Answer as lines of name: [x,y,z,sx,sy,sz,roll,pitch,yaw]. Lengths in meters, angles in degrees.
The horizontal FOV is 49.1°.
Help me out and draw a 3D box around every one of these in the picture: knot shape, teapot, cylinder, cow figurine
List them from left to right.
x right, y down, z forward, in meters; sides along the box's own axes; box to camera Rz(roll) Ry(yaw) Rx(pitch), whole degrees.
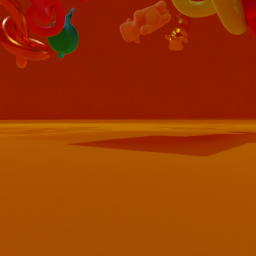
knot shape: [-2.347,-1.924,5.974,0.775,1.677,1.569,-40,1,-11]
knot shape: [-2.136,-3.270,7.386,0.793,1.717,1.607,35,10,3]
teapot: [-1.987,-2.946,8.861,1.018,1.636,0.801,22,31,0]
cow figurine: [0.526,-3.263,8.733,1.566,0.859,1.541,-25,11,3]
cow figurine: [1.858,-3.505,10.154,0.796,1.451,1.428,11,5,17]
knot shape: [1.581,-2.608,5.232,1.969,0.910,1.843,33,10,5]
cylinder: [2.921,-2.374,5.319,1.127,1.127,1.127,-17,-10,40]

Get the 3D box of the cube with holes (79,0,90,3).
cube with holes: [-0.389,-2.734,3.916,1.200,1.200,1.200,-28,18,32]
